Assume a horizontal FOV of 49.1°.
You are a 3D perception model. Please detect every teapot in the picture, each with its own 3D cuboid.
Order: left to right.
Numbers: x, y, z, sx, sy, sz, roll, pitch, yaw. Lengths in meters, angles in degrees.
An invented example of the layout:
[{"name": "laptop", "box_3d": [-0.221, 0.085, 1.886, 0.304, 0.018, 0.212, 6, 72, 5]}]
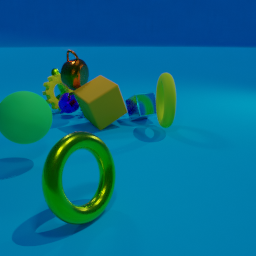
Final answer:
[{"name": "teapot", "box_3d": [-2.021, -0.818, 9.455, 1.181, 0.734, 0.578, -41, 11, 47]}, {"name": "teapot", "box_3d": [-1.703, -1.611, 8.686, 0.786, 1.606, 0.999, 11, 31, 15]}]

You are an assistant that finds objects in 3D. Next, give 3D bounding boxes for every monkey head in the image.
[{"name": "monkey head", "box_3d": [-2.564, -1.654, 11.336, 1.258, 1.053, 1.748, -44, 60, -12]}]

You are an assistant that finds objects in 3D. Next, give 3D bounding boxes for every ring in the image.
[{"name": "ring", "box_3d": [-0.664, 0.716, 4.097, 0.267, 1.336, 1.336, -6, 11, 38]}, {"name": "ring", "box_3d": [1.049, -0.771, 7.899, 0.310, 1.552, 1.552, -1, 18, -4]}]

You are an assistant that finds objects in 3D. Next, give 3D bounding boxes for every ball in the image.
[{"name": "ball", "box_3d": [-2.099, -0.209, 5.702, 1.080, 1.080, 1.080, 0, 18, 0]}]

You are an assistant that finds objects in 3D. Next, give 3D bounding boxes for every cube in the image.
[{"name": "cube", "box_3d": [-0.822, -0.770, 8.371, 1.038, 1.038, 1.038, -35, 41, -17]}, {"name": "cube", "box_3d": [0.447, -0.685, 9.022, 0.725, 0.725, 0.725, -10, -5, -28]}]

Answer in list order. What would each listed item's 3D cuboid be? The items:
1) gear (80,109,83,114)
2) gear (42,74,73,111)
[{"name": "gear", "box_3d": [-0.904, -0.718, 9.911, 1.510, 0.279, 1.510, 5, 23, -2]}, {"name": "gear", "box_3d": [-2.447, -1.270, 10.052, 0.237, 1.279, 1.279, -2, 12, 40]}]
